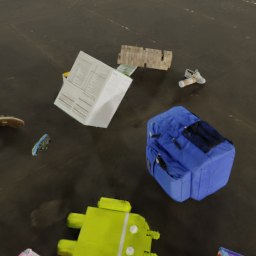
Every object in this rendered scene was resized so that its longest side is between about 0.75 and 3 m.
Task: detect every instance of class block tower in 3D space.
[{"bbox_3d":[0.854,-3.618,14.357,2.714,0.785,0.733,6,43,1],"label":"block tower"}]

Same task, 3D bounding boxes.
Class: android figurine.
[{"bbox_3d":[-0.481,2.989,7.489,2.612,0.536,2.377,7,43,10],"label":"android figurine"}]

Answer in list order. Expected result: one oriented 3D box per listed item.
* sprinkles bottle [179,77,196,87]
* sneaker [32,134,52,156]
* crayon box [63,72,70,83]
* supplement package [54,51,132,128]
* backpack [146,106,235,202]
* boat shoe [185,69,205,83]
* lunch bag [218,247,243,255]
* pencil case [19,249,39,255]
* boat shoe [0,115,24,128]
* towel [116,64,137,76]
[{"bbox_3d":[2.832,-2.191,13.310,0.839,0.286,0.286,-21,47,-21],"label":"sprinkles bottle"},{"bbox_3d":[-2.942,0.606,9.654,0.412,0.352,0.994,43,35,-12],"label":"sneaker"},{"bbox_3d":[-1.758,-2.063,12.937,1.777,0.600,2.059,-23,47,-25],"label":"crayon box"},{"bbox_3d":[-1.274,-1.371,10.513,1.633,2.167,1.645,33,9,22],"label":"supplement package"},{"bbox_3d":[1.624,0.676,8.794,2.248,2.176,2.678,-22,48,-19],"label":"backpack"},{"bbox_3d":[3.277,-2.580,13.594,0.413,0.476,1.117,-31,51,-30],"label":"boat shoe"},{"bbox_3d":[2.823,3.782,6.222,1.868,0.879,1.406,12,45,21],"label":"lunch bag"},{"bbox_3d":[-2.178,3.538,6.867,1.284,0.561,0.561,26,49,27],"label":"pencil case"},{"bbox_3d":[-4.664,-0.328,11.177,1.200,0.443,0.444,7,37,8],"label":"boat shoe"},{"bbox_3d":[-0.074,-3.082,14.369,0.862,0.177,1.156,17,45,18],"label":"towel"}]
